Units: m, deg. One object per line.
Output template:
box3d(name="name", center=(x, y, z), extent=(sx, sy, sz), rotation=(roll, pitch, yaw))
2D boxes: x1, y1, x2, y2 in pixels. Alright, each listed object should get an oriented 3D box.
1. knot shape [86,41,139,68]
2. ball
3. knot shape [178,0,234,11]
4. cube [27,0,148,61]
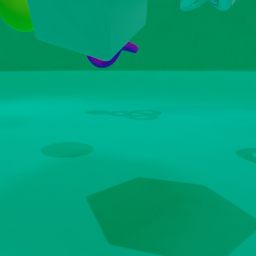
box3d(name="knot shape", center=(-0.561, -3.213, 10.626), extent=(2.079, 0.961, 1.946), rotation=(-17, -14, -15))
box3d(name="ball", center=(-2.443, -2.816, 6.523), extent=(1.095, 1.095, 1.095), rotation=(0, 13, 0))
box3d(name="knot shape", center=(1.705, -3.059, 5.539), extent=(0.876, 1.895, 1.773), rotation=(13, 41, -9))
box3d(name="cube", center=(-0.529, -1.946, 3.943), extent=(1.279, 1.279, 1.279), rotation=(21, 50, 17))
